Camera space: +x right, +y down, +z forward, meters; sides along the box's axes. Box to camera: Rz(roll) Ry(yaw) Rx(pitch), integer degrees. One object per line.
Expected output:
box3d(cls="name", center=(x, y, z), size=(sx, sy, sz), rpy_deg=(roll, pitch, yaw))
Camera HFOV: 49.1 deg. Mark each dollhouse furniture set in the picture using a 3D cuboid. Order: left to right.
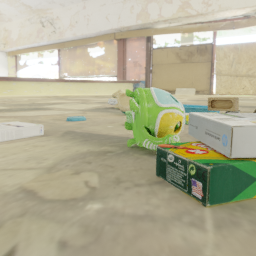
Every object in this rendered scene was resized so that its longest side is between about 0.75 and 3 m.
box3d(cls="dollhouse furniture set", center=(2.387, -0.245, 7.387), size=(0.901, 1.105, 1.051), rpy_deg=(-7, 9, -40))

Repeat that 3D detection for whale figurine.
box3d(cls="whale figurine", center=(-0.111, -1.283, 13.951), size=(1.296, 0.845, 1.629), rpy_deg=(-37, 52, -14))

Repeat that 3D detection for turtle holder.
box3d(cls="turtle holder", center=(0.631, -0.230, 6.339), size=(1.284, 1.374, 1.809), rpy_deg=(-1, 8, -7))

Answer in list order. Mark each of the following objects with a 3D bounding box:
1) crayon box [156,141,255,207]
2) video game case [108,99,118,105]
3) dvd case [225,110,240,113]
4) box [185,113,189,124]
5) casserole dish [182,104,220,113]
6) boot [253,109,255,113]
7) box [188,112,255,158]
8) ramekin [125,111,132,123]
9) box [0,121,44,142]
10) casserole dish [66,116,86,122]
box3d(cls="crayon box", center=(1.611, 0.529, 4.137), size=(2.055, 0.522, 1.305), rpy_deg=(-3, 9, -22))
box3d(cls="video game case", center=(-0.529, -1.623, 18.169), size=(1.392, 0.349, 1.536), rpy_deg=(7, 3, 2))
box3d(cls="dvd case", center=(3.517, -0.329, 9.709), size=(0.809, 0.608, 0.100), rpy_deg=(-7, 39, -38))
box3d(cls="box", center=(2.931, -0.374, 10.694), size=(1.641, 0.397, 0.963), rpy_deg=(-3, 8, 0))
box3d(cls="casserole dish", center=(2.950, -0.780, 12.935), size=(2.749, 0.533, 1.665), rpy_deg=(8, 11, 39))
box3d(cls="boot", center=(4.733, -0.139, 7.592), size=(1.449, 1.117, 2.991), rpy_deg=(-24, 15, -41))
box3d(cls="box", center=(2.167, 0.039, 4.162), size=(2.119, 0.436, 1.652), rpy_deg=(-1, 9, -6))
box3d(cls="ramekin", center=(0.379, -0.371, 10.356), size=(0.952, 0.465, 0.952), rpy_deg=(0, 8, 0))
box3d(cls="box", center=(-3.498, 0.103, 7.687), size=(1.351, 0.340, 1.872), rpy_deg=(6, 9, 36))
box3d(cls="casserole dish", center=(-2.124, -0.386, 11.513), size=(0.873, 0.169, 0.529), rpy_deg=(-5, 10, -35))
